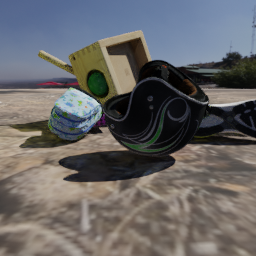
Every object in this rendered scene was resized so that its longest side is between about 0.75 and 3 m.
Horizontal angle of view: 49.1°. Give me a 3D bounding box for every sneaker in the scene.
[{"bbox_3d":[2.290,-0.185,6.187,2.304,0.851,0.933,3,0,8],"label":"sneaker"}]

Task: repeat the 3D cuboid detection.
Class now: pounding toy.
[{"bbox_3d":[-0.762,-1.694,8.784,1.961,2.539,2.758,-9,17,42],"label":"pounding toy"}]

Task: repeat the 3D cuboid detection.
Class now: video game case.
[{"bbox_3d":[-1.249,-0.242,7.339,1.478,0.265,1.340,-10,15,-10],"label":"video game case"}]

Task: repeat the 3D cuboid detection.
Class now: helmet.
[{"bbox_3d":[0.402,-0.238,4.583,1.510,1.439,1.510,26,30,-16],"label":"helmet"}]

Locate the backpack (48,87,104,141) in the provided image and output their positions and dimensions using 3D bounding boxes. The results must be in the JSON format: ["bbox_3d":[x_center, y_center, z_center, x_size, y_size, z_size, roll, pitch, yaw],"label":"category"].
[{"bbox_3d":[-1.171,-0.313,6.065,1.055,0.995,1.294,33,52,2],"label":"backpack"}]
